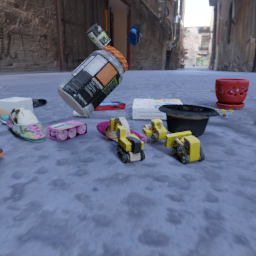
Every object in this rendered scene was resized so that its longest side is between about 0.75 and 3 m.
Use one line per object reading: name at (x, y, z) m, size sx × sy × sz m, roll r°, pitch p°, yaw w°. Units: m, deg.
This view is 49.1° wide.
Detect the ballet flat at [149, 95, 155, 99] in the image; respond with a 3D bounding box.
ballet flat at (1.505, -1.837, 17.898) m, size 0.429 × 0.411 × 1.219 m, roll -14°, pitch 13°, yaw 4°

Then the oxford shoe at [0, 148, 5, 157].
oxford shoe at (-4.592, 0.644, 8.058) m, size 1.929 × 0.700 × 0.686 m, roll -2°, pitch 15°, yaw -8°

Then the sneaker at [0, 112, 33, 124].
sneaker at (-4.822, -0.468, 12.324) m, size 1.592 × 0.634 × 0.617 m, roll 1°, pitch 15°, yaw 8°

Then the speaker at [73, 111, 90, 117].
speaker at (-2.298, -0.707, 13.808) m, size 0.791 × 0.321 × 0.321 m, roll 5°, pitch 16°, yaw 18°

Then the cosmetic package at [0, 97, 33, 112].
cosmetic package at (-5.850, -1.121, 14.483) m, size 1.257 × 0.775 × 1.261 m, roll 6°, pitch 18°, yaw 23°

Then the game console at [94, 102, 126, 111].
game console at (-1.261, -1.328, 16.139) m, size 2.017 × 0.313 × 1.784 m, roll -4°, pitch 16°, yaw -17°

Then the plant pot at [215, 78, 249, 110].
plant pot at (5.870, -1.983, 15.976) m, size 1.808 × 1.647 × 1.808 m, roll 0°, pitch 16°, yaw 0°

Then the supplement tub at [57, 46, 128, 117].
supplement tub at (-0.983, -1.400, 8.206) m, size 1.986 × 1.217 × 1.217 m, roll -48°, pitch 34°, yaw -16°

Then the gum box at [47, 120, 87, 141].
gum box at (-2.302, 0.096, 10.554) m, size 0.783 × 0.456 × 1.379 m, roll 11°, pitch 18°, yaw 34°

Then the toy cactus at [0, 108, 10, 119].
toy cactus at (-6.392, -0.680, 12.887) m, size 1.865 × 1.156 × 2.261 m, roll 15°, pitch 7°, yaw -21°

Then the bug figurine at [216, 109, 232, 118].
bug figurine at (4.384, -0.697, 13.652) m, size 1.524 × 0.392 × 1.182 m, roll 4°, pitch 9°, yaw 31°

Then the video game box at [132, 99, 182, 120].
video game box at (1.509, -1.002, 14.295) m, size 2.508 × 0.644 × 2.753 m, roll -1°, pitch 15°, yaw 4°

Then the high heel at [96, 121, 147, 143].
high heel at (-0.419, 0.215, 9.713) m, size 2.071 × 0.698 × 0.994 m, roll 23°, pitch 13°, yaw 25°

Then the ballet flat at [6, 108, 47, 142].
ballet flat at (-4.020, -0.257, 10.808) m, size 0.979 × 1.008 × 2.832 m, roll -10°, pitch 18°, yaw -38°

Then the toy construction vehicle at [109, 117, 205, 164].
toy construction vehicle at (0.763, 0.215, 8.772) m, size 2.338 × 0.946 × 2.685 m, roll -7°, pitch 23°, yaw -16°

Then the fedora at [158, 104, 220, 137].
fedora at (2.253, -0.249, 10.602) m, size 2.344 × 1.071 × 2.344 m, roll 4°, pitch 13°, yaw -1°

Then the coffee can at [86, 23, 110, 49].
coffee can at (-1.438, -4.403, 13.449) m, size 0.723 × 0.988 × 0.723 m, roll -32°, pitch 30°, yaw 21°

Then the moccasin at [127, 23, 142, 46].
moccasin at (0.293, -3.430, 10.340) m, size 0.530 × 0.449 × 1.317 m, roll 33°, pitch -4°, yaw -8°

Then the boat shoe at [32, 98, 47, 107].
boat shoe at (-5.341, -1.448, 16.237) m, size 0.542 × 0.572 × 1.635 m, roll 5°, pitch 8°, yaw 25°
